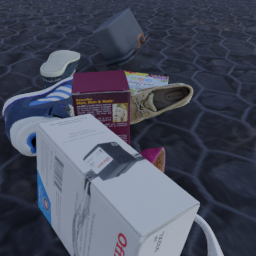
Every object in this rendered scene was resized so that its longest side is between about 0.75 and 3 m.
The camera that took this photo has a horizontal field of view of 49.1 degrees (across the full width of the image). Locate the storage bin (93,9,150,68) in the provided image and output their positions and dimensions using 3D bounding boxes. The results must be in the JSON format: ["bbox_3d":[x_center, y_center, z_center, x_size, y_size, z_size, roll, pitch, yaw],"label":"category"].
[{"bbox_3d":[-0.244,-3.494,10.654,1.526,1.408,2.097,-3,39,42],"label":"storage bin"}]

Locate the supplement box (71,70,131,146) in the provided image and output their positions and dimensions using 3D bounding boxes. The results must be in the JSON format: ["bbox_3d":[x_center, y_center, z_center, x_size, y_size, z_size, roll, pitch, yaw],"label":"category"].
[{"bbox_3d":[-0.534,-0.141,5.888,1.078,1.954,0.837,-4,39,-6],"label":"supplement box"}]

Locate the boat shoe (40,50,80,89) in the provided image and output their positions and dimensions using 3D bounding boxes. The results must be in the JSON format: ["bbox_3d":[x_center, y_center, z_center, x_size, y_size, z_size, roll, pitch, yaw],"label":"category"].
[{"bbox_3d":[-2.174,-1.942,9.326,0.967,0.798,2.582,5,31,-1],"label":"boat shoe"}]

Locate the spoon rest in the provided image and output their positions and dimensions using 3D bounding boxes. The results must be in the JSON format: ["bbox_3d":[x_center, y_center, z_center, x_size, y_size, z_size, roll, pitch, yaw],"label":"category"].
[{"bbox_3d":[1.161,1.794,3.882,0.511,0.838,1.688,-44,68,6],"label":"spoon rest"}]

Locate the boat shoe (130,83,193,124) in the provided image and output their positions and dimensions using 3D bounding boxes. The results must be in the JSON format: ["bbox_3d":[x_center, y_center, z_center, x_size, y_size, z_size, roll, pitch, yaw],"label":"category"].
[{"bbox_3d":[0.482,-0.637,7.081,2.332,0.841,0.758,-14,0,4],"label":"boat shoe"}]

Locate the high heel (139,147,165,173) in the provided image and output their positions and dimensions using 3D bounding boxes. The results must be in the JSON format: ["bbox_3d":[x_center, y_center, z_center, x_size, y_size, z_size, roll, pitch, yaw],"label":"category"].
[{"bbox_3d":[0.575,1.051,5.210,0.954,0.670,1.988,-29,25,-1],"label":"high heel"}]

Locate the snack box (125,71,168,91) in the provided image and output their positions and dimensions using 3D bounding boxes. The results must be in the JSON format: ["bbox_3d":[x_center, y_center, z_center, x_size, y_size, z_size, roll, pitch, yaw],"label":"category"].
[{"bbox_3d":[0.397,-1.189,8.555,1.560,0.528,1.316,8,36,8],"label":"snack box"}]

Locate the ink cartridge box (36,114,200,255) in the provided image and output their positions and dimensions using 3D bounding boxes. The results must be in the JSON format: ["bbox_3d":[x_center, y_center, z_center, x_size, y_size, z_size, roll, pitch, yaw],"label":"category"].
[{"bbox_3d":[-0.372,1.129,4.101,1.007,1.745,2.405,-15,38,-37],"label":"ink cartridge box"}]

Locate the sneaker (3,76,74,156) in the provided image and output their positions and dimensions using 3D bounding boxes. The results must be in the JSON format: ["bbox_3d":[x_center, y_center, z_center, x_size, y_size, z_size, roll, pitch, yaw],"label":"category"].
[{"bbox_3d":[-1.426,-0.231,6.765,2.861,1.153,2.095,-20,43,-25],"label":"sneaker"}]
